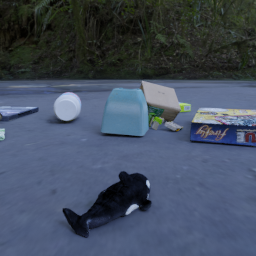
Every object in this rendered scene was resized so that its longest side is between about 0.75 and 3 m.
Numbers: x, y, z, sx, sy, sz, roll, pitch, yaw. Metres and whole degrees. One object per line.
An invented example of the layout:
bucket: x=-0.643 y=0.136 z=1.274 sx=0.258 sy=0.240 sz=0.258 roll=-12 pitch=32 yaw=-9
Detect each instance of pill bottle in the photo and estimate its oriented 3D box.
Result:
pill bottle: x=-2.138 y=-0.746 z=9.947 sx=0.924 sy=0.924 sz=1.700 roll=-2 pitch=12 yaw=-9

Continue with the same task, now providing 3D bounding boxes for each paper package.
paper package: x=1.014 y=-0.897 z=9.558 sx=1.295 sy=0.670 sz=1.234 roll=11 pitch=41 yaw=-18

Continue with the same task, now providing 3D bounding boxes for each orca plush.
orca plush: x=-0.182 y=0.794 z=3.630 sx=1.454 sy=0.517 sz=0.765 roll=-10 pitch=16 yaw=-40

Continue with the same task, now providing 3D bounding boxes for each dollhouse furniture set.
dollhouse furniture set: x=1.067 y=-0.048 z=8.492 sx=1.108 sy=0.428 sz=0.554 roll=28 pitch=16 yaw=25

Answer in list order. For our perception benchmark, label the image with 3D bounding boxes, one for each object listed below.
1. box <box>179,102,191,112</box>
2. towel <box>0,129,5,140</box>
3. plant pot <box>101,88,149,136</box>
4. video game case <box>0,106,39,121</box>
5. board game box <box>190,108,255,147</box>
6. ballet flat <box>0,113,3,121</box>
box: x=2.002 y=-0.958 z=12.394 sx=0.873 sy=0.341 sz=1.432 roll=-5 pitch=13 yaw=-25
towel: x=-3.688 y=0.200 z=7.453 sx=0.778 sy=0.119 sz=1.020 roll=-5 pitch=14 yaw=-21
plant pot: x=-0.042 y=-0.511 z=7.923 sx=1.193 sy=1.219 sz=1.197 roll=4 pitch=9 yaw=10
video game case: x=-4.791 y=-0.586 z=10.934 sx=1.673 sy=0.222 sz=2.342 roll=2 pitch=13 yaw=8
board game box: x=2.906 y=-0.114 z=7.946 sx=1.991 sy=0.509 sz=2.939 roll=4 pitch=12 yaw=18
ballet flat: x=-4.526 y=-0.288 z=8.914 sx=0.518 sy=0.518 sz=1.417 roll=3 pitch=10 yaw=13
